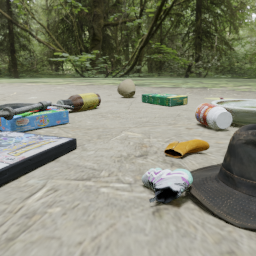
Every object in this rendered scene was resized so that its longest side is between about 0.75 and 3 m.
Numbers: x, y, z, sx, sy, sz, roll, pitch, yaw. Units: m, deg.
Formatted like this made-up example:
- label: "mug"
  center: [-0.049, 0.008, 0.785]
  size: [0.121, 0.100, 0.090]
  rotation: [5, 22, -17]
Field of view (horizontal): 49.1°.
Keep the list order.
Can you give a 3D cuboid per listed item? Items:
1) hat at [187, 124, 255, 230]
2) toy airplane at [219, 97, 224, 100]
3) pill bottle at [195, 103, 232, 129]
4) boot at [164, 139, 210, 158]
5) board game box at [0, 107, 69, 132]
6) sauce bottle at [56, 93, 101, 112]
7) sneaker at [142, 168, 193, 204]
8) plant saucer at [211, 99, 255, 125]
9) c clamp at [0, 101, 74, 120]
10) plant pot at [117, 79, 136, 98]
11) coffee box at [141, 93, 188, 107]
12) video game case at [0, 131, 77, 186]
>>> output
- label: "hat"
  center: [2.298, 0.520, 4.388]
  size: [2.788, 1.125, 2.788]
  rotation: [0, 13, 0]
- label: "toy airplane"
  center: [4.812, -1.099, 13.145]
  size: [2.524, 0.464, 2.524]
  rotation: [-4, 13, 1]
- label: "pill bottle"
  center: [2.826, -0.384, 9.274]
  size: [0.745, 0.745, 1.329]
  rotation: [-3, 13, -13]
- label: "boot"
  center: [1.345, 0.502, 6.402]
  size: [0.952, 0.335, 0.682]
  rotation: [1, 18, 23]
- label: "board game box"
  center: [-3.858, -0.425, 9.961]
  size: [2.864, 0.524, 2.166]
  rotation: [9, 16, 39]
- label: "sauce bottle"
  center: [-2.223, -1.155, 12.733]
  size: [0.769, 0.769, 2.376]
  rotation: [9, 15, 34]
- label: "sneaker"
  center: [0.461, 0.925, 4.311]
  size: [0.950, 0.369, 0.664]
  rotation: [-17, 18, 44]
- label: "plant saucer"
  center: [4.450, -0.557, 10.136]
  size: [2.815, 0.707, 2.815]
  rotation: [0, 13, 0]
- label: "c clamp"
  center: [-3.472, -0.637, 8.906]
  size: [2.378, 0.377, 2.783]
  rotation: [6, 14, 20]
- label: "plant pot"
  center: [0.023, -2.388, 17.880]
  size: [1.200, 1.200, 0.806]
  rotation: [-10, 50, -38]
- label: "coffee box"
  center: [1.956, -1.562, 15.138]
  size: [1.385, 0.495, 2.253]
  rotation: [-9, 15, -35]
- label: "video game case"
  center: [-2.776, 0.522, 6.170]
  size: [2.291, 0.323, 2.535]
  rotation: [5, 13, 21]
